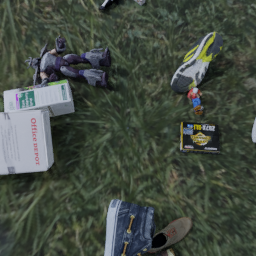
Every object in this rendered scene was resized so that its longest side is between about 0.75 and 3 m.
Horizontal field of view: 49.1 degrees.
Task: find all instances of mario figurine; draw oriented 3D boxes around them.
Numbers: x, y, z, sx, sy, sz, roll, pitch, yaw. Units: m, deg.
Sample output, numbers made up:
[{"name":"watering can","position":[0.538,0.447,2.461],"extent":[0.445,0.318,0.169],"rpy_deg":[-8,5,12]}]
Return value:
[{"name":"mario figurine","position":[2.241,-0.913,8.930],"extent":[0.502,0.585,0.947],"rpy_deg":[8,51,-13]}]

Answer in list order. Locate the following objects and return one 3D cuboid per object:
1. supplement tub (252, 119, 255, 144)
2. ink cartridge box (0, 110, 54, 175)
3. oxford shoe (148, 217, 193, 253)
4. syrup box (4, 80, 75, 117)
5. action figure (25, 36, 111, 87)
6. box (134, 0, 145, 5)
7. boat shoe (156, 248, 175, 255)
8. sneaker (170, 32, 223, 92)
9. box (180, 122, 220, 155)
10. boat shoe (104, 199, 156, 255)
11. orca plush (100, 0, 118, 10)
[{"name":"supplement tub","position":[5.348,0.147,8.005],"extent":[2.968,1.819,1.819],"rpy_deg":[21,68,8]},{"name":"ink cartridge box","position":[-3.422,0.408,8.014],"extent":[2.344,0.970,1.717],"rpy_deg":[-4,96,-3]},{"name":"oxford shoe","position":[1.145,2.879,7.510],"extent":[1.483,0.555,0.523],"rpy_deg":[-31,70,-13]},{"name":"syrup box","position":[-2.818,-0.827,8.968],"extent":[2.030,0.827,0.799],"rpy_deg":[-11,67,-6]},{"name":"action figure","position":[-2.086,-2.160,9.458],"extent":[2.957,1.026,1.924],"rpy_deg":[6,79,7]},{"name":"box","position":[0.176,-5.407,11.258],"extent":[0.262,0.244,1.263],"rpy_deg":[-42,73,-16]},{"name":"boat shoe","position":[1.127,3.977,7.066],"extent":[0.546,0.616,1.684],"rpy_deg":[-15,63,5]},{"name":"sneaker","position":[2.256,-2.173,9.479],"extent":[0.851,0.967,2.286],"rpy_deg":[38,99,-17]},{"name":"box","position":[2.239,0.313,8.771],"extent":[1.179,0.291,0.942],"rpy_deg":[5,65,2]},{"name":"boat shoe","position":[0.042,2.861,6.620],"extent":[1.068,0.833,2.353],"rpy_deg":[7,108,12]},{"name":"orca plush","position":[-0.557,-5.019,10.987],"extent":[0.466,0.689,1.310],"rpy_deg":[37,66,-18]}]
